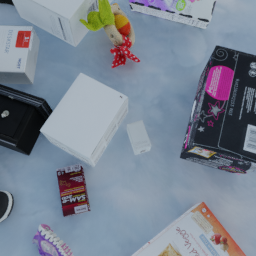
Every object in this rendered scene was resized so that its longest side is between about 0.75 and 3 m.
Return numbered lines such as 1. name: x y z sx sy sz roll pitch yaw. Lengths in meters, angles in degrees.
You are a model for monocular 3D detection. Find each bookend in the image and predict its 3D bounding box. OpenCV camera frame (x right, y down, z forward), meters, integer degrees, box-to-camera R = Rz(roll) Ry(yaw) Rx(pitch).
1. bookend: -4.039 0.251 7.776 2.897 1.343 2.916 19 73 6

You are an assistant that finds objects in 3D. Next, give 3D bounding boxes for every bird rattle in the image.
1. bird rattle: -0.263 -3.083 8.862 2.235 1.259 1.822 45 42 -18

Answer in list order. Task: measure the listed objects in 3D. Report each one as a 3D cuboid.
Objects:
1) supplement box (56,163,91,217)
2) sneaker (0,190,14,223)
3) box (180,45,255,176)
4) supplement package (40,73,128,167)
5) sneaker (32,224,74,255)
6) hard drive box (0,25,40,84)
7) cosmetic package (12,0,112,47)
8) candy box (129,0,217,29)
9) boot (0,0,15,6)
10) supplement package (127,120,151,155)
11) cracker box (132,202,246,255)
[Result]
1. supplement box: -1.518 1.719 7.769 0.717 0.401 1.318 -13 73 -4
2. sneaker: -4.407 2.170 7.232 2.694 1.116 0.966 -9 71 -3
3. box: 2.842 -0.413 7.819 1.957 1.699 2.962 16 73 4
4. supplement package: -1.168 -0.220 8.042 1.591 1.133 2.043 28 73 9
5. sneaker: -1.978 3.133 7.264 1.316 0.529 0.582 39 82 17
6. hard drive box: -4.103 -2.347 8.930 2.183 0.838 1.701 1 72 0
7. cosmetic package: -2.146 -4.450 9.305 2.394 1.471 2.386 31 74 8
8. candy box: 1.663 -4.835 9.234 2.748 0.983 2.305 16 98 5
9. boot: -4.140 -5.047 9.979 1.589 0.598 1.188 10 71 4
10. supplement package: 0.311 0.283 8.211 0.497 0.496 0.848 -17 72 -6
11. cracker box: 1.371 3.412 6.981 2.722 0.785 1.823 -35 75 -11
